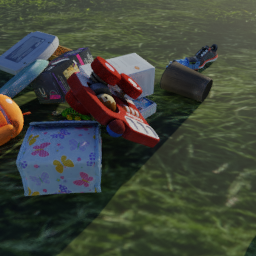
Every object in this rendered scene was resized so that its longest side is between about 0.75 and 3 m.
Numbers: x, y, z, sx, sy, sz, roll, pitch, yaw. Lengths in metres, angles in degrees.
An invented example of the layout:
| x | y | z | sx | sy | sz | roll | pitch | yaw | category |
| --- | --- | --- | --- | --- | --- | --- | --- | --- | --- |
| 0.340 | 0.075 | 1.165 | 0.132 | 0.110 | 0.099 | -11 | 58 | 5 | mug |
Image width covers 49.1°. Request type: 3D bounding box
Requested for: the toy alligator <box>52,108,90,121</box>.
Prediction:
| x | y | z | sx | sy | sz | roll | pitch | yaw | category |
| --- | --- | --- | --- | --- | --- | --- | --- | --- | --- |
| -2.213 | -0.597 | 10.719 | 1.560 | 0.423 | 0.463 | 10 | 41 | 12 | toy alligator |

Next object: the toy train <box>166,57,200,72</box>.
| x | y | z | sx | sy | sz | roll | pitch | yaw | category |
| --- | --- | --- | --- | --- | --- | --- | --- | --- | --- |
| 2.535 | -2.801 | 12.999 | 1.561 | 0.892 | 0.677 | -6 | 40 | -7 | toy train |

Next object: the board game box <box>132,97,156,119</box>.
| x | y | z | sx | sy | sz | roll | pitch | yaw | category |
| --- | --- | --- | --- | --- | --- | --- | --- | --- | --- |
| -0.491 | -1.024 | 11.178 | 1.763 | 0.483 | 2.793 | -32 | 49 | -32 | board game box |

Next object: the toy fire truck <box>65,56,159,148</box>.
| x | y | z | sx | sy | sz | roll | pitch | yaw | category |
| --- | --- | --- | --- | --- | --- | --- | --- | --- | --- |
| -0.399 | -0.605 | 8.601 | 2.954 | 1.656 | 2.481 | 22 | 27 | -52 | toy fire truck |

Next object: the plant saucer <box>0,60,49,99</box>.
| x | y | z | sx | sy | sz | roll | pitch | yaw | category |
| --- | --- | --- | --- | --- | --- | --- | --- | --- | --- |
| -4.317 | -1.880 | 11.132 | 2.731 | 0.374 | 2.731 | -30 | 27 | 17 | plant saucer |

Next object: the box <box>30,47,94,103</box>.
| x | y | z | sx | sy | sz | roll | pitch | yaw | category |
| --- | --- | --- | --- | --- | --- | --- | --- | --- | --- |
| -2.614 | -2.188 | 11.621 | 1.537 | 1.334 | 2.515 | 1 | 35 | 36 | box |

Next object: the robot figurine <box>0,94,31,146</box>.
| x | y | z | sx | sy | sz | roll | pitch | yaw | category |
| --- | --- | --- | --- | --- | --- | --- | --- | --- | --- |
| -4.736 | -0.079 | 9.142 | 2.881 | 2.072 | 1.680 | -36 | 95 | -37 | robot figurine |

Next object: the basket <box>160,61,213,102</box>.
| x | y | z | sx | sy | sz | roll | pitch | yaw | category |
| --- | --- | --- | --- | --- | --- | --- | --- | --- | --- |
| 2.494 | -1.888 | 11.722 | 1.789 | 1.216 | 1.613 | 29 | 41 | 25 | basket |

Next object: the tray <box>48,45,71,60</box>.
| x | y | z | sx | sy | sz | roll | pitch | yaw | category |
| --- | --- | --- | --- | --- | --- | --- | --- | --- | --- |
| -3.672 | -3.888 | 14.711 | 2.169 | 0.402 | 1.070 | 26 | 46 | 27 | tray |

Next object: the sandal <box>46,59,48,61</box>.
| x | y | z | sx | sy | sz | roll | pitch | yaw | category |
| --- | --- | --- | --- | --- | --- | --- | --- | --- | --- |
| -4.769 | -3.724 | 14.514 | 1.528 | 0.376 | 0.622 | 26 | 46 | 28 | sandal |

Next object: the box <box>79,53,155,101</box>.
| x | y | z | sx | sy | sz | roll | pitch | yaw | category |
| --- | --- | --- | --- | --- | --- | --- | --- | --- | --- |
| -0.418 | -1.829 | 10.796 | 2.462 | 1.200 | 1.532 | -19 | 43 | -22 | box |

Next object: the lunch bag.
| x | y | z | sx | sy | sz | roll | pitch | yaw | category |
| --- | --- | --- | --- | --- | --- | --- | --- | --- | --- |
| -1.891 | 0.585 | 8.394 | 2.204 | 1.652 | 2.599 | -1 | 33 | -3 | lunch bag |

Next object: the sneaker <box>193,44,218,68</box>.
| x | y | z | sx | sy | sz | roll | pitch | yaw | category |
| --- | --- | --- | --- | --- | --- | --- | --- | --- | --- |
| 3.693 | -3.687 | 14.046 | 2.231 | 0.913 | 0.860 | -31 | 49 | -32 | sneaker |

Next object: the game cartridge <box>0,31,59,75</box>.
| x | y | z | sx | sy | sz | roll | pitch | yaw | category |
| --- | --- | --- | --- | --- | --- | --- | --- | --- | --- |
| -4.939 | -3.721 | 13.969 | 1.990 | 0.620 | 2.988 | 24 | 58 | 21 | game cartridge |
